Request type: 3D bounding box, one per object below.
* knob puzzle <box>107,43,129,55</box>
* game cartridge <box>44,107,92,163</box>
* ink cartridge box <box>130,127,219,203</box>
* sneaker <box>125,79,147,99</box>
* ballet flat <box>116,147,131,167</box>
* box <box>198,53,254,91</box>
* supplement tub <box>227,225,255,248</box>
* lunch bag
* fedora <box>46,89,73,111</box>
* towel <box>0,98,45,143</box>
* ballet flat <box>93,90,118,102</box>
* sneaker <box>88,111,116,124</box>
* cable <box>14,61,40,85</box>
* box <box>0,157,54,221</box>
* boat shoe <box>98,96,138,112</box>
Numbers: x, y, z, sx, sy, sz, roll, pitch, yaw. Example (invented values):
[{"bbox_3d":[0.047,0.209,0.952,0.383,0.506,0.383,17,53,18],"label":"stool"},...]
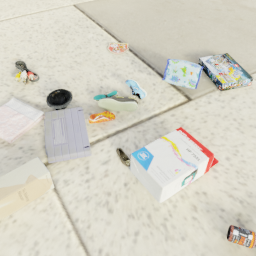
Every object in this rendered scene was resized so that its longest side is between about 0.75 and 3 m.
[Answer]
[{"bbox_3d":[-0.503,-3.989,13.939,1.221,0.169,1.221,0,45,0],"label":"knob puzzle"},{"bbox_3d":[-2.124,0.181,9.651,1.451,0.430,2.238,-12,46,-6],"label":"game cartridge"},{"bbox_3d":[1.503,0.939,8.531,2.546,0.856,1.479,-27,51,-25],"label":"ink cartridge box"},{"bbox_3d":[0.274,-1.542,11.184,1.011,0.396,0.455,41,65,5],"label":"sneaker"},{"bbox_3d":[-0.140,0.912,9.033,0.284,0.195,0.843,-20,49,-19],"label":"ballet flat"},{"bbox_3d":[4.221,-2.487,12.272,1.449,0.400,2.122,-11,46,-11],"label":"box"},{"bbox_3d":[2.932,2.755,7.044,0.786,0.420,0.420,13,47,14],"label":"supplement tub"},{"bbox_3d":[2.266,-2.254,11.515,1.452,1.088,1.708,17,21,9],"label":"lunch bag"},{"bbox_3d":[-2.589,-0.999,10.720,1.096,0.501,1.096,0,48,0],"label":"fedora"},{"bbox_3d":[-4.231,-0.347,10.232,1.777,0.286,1.698,25,51,24],"label":"towel"},{"bbox_3d":[-0.856,-1.175,11.020,1.043,0.334,0.395,-16,54,-14],"label":"ballet flat"},{"bbox_3d":[-0.955,-0.371,10.202,1.030,0.397,0.376,-5,67,-23],"label":"sneaker"},{"bbox_3d":[-4.465,-2.535,12.239,0.998,0.517,2.054,-14,47,-13],"label":"cable"},{"bbox_3d":[-3.091,1.704,7.778,1.855,0.881,0.721,-31,53,-26],"label":"box"},{"bbox_3d":[-0.371,-0.945,10.682,1.505,0.536,0.453,7,39,1],"label":"boat shoe"}]
